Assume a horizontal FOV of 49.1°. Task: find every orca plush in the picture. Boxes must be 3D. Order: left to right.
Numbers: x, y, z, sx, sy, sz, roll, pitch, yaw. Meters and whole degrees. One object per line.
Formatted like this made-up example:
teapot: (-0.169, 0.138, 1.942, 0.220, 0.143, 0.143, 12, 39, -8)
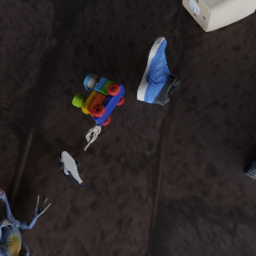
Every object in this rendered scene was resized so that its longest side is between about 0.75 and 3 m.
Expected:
orca plush: (-1.548, 1.172, 7.539, 1.099, 0.391, 0.578, 47, 37, 5)

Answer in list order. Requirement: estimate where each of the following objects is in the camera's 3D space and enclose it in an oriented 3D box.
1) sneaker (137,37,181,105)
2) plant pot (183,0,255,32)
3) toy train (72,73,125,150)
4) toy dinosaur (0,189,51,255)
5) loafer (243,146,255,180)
sneaker: (1.025, -1.562, 7.865, 1.056, 0.728, 1.898, 17, 82, 10)
plant pot: (2.578, -3.887, 7.972, 1.608, 1.814, 1.816, -37, 80, 4)
toy train: (-1.059, -0.518, 7.655, 1.154, 0.844, 1.994, 31, 79, 17)
toy dinosaur: (-3.060, 2.648, 6.824, 2.434, 1.278, 2.209, -46, 60, 4)
loafer: (3.602, 0.798, 7.532, 0.456, 0.459, 1.262, 32, 89, -1)
